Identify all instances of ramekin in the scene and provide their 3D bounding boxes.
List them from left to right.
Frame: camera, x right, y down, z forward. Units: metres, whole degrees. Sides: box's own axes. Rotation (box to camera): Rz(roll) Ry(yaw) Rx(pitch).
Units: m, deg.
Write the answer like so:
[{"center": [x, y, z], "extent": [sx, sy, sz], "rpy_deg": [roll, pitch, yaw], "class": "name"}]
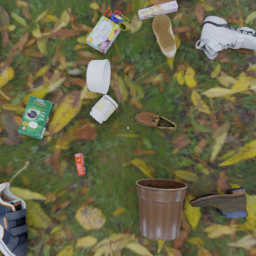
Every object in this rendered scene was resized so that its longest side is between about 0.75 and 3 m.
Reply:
[{"center": [-1.075, -1.898, 10.296], "extent": [0.611, 1.254, 1.254], "rpy_deg": [7, 83, 8], "class": "ramekin"}]

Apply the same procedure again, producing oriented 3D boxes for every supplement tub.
[{"center": [-0.904, -0.694, 10.391], "extent": [0.674, 0.674, 0.930], "rpy_deg": [41, 85, 5], "class": "supplement tub"}]

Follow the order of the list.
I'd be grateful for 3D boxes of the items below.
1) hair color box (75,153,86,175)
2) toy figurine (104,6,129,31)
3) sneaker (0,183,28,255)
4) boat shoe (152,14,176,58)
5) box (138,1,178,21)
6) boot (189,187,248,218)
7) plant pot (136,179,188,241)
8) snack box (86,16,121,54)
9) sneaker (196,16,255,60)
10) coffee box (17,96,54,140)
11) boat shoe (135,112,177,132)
[{"center": [-1.742, 1.332, 10.275], "extent": [0.238, 0.394, 0.776], "rpy_deg": [-12, 83, -1], "class": "hair color box"}, {"center": [-0.335, -4.282, 10.912], "extent": [1.062, 0.636, 0.560], "rpy_deg": [34, 123, 5], "class": "toy figurine"}, {"center": [-4.050, 3.199, 9.681], "extent": [1.099, 1.085, 2.767], "rpy_deg": [-33, 82, 2], "class": "sneaker"}, {"center": [1.399, -3.503, 10.754], "extent": [0.730, 0.685, 1.980], "rpy_deg": [-12, 61, 9], "class": "boat shoe"}, {"center": [1.179, -4.651, 11.092], "extent": [1.552, 0.300, 0.322], "rpy_deg": [-15, 83, -2], "class": "box"}, {"center": [3.255, 2.792, 9.899], "extent": [2.087, 0.780, 1.011], "rpy_deg": [-11, 80, -3], "class": "boot"}, {"center": [1.091, 2.738, 9.523], "extent": [1.761, 1.761, 1.743], "rpy_deg": [3, 91, 0], "class": "plant pot"}, {"center": [-0.949, -3.637, 10.949], "extent": [0.859, 0.320, 1.208], "rpy_deg": [32, 83, 4], "class": "snack box"}, {"center": [3.793, -3.184, 10.634], "extent": [2.379, 0.894, 1.367], "rpy_deg": [26, 84, 8], "class": "sneaker"}, {"center": [-3.447, -0.383, 10.529], "extent": [0.914, 0.327, 1.487], "rpy_deg": [16, 83, 2], "class": "coffee box"}, {"center": [1.058, -0.282, 10.408], "extent": [1.582, 0.538, 0.569], "rpy_deg": [14, 83, 2], "class": "boat shoe"}]
